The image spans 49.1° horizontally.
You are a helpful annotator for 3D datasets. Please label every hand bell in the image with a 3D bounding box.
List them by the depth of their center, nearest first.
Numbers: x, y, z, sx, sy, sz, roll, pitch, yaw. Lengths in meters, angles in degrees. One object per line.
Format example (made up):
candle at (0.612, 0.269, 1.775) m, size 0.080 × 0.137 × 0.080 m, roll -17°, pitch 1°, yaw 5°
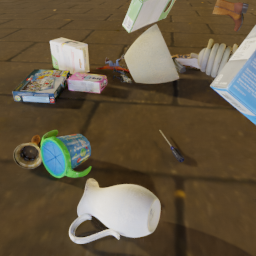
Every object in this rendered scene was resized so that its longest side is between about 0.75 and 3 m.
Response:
hand bell at (-2.519, 0.459, 7.460) m, size 0.699 × 0.699 × 1.342 m, roll -4°, pitch 21°, yaw -6°

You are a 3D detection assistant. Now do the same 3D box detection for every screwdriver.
screwdriver at (1.154, 0.467, 7.717) m, size 0.205 × 0.214 × 1.471 m, roll -9°, pitch 30°, yaw -15°

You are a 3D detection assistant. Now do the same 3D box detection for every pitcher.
pitcher at (-0.269, 1.660, 5.279) m, size 1.538 × 0.933 × 1.320 m, roll 5°, pitch 50°, yaw 27°

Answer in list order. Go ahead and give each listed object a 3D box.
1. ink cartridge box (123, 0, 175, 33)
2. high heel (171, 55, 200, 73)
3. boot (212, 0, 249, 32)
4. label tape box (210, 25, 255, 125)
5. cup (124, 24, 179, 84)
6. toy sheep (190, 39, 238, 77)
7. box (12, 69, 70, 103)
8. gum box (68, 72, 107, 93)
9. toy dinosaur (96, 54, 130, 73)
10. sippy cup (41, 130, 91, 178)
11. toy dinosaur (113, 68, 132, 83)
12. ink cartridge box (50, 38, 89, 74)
ink cartridge box at (0.882, -4.564, 10.611) m, size 2.066 × 1.503 × 0.495 m, roll -34°, pitch 81°, yaw -28°
high heel at (2.830, -3.266, 12.998) m, size 2.013 × 0.719 × 1.435 m, roll -22°, pitch 44°, yaw -16°
boot at (2.792, -3.131, 7.811) m, size 0.865 × 0.814 × 0.296 m, roll 14°, pitch 56°, yaw 11°
label tape box at (3.112, -1.253, 5.497) m, size 1.758 × 2.453 × 0.811 m, roll 36°, pitch 2°, yaw -13°
cup at (0.826, -2.670, 11.077) m, size 1.633 × 2.283 × 2.283 m, roll -22°, pitch 31°, yaw 12°
toy sheep at (3.733, -2.868, 11.728) m, size 2.238 × 1.543 × 1.543 m, roll 19°, pitch 37°, yaw 20°
box at (-3.238, -1.664, 10.805) m, size 1.509 × 0.416 × 2.210 m, roll 3°, pitch 33°, yaw 4°
gum box at (-1.547, -1.778, 10.949) m, size 1.383 × 0.457 × 0.785 m, roll 8°, pitch 33°, yaw 13°
toy dinosaur at (-0.516, -2.666, 12.546) m, size 1.359 × 0.714 × 1.233 m, roll -42°, pitch 53°, yaw 2°
sippy cup at (-1.455, 0.591, 6.856) m, size 1.014 × 1.292 × 0.947 m, roll -19°, pitch 2°, yaw 43°
toy dinosaur at (-0.268, -2.220, 11.740) m, size 0.731 × 0.394 × 1.658 m, roll 8°, pitch 30°, yaw -16°
ink cartridge box at (-2.402, -3.091, 12.245) m, size 2.179 × 1.276 × 0.734 m, roll 25°, pitch 40°, yaw 34°
